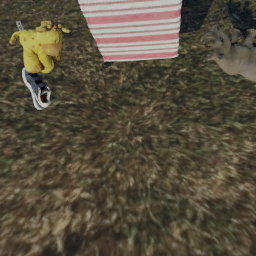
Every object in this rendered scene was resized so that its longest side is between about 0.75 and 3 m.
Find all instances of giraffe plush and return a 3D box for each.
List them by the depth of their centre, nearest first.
[{"bbox_3d":[-1.759,-1.854,6.028,0.999,1.232,1.063,-6,39,36],"label":"giraffe plush"}]

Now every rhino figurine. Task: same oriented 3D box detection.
[{"bbox_3d":[2.456,-1.660,6.203,2.306,1.008,0.689,6,9,-32],"label":"rhino figurine"}]

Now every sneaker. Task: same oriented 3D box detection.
[{"bbox_3d":[-2.177,-1.014,6.833,0.432,1.089,0.427,-11,14,39],"label":"sneaker"}]

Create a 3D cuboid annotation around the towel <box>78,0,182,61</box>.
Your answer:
[{"bbox_3d":[0.163,-2.509,6.667,2.149,2.937,0.439,0,72,8],"label":"towel"}]
